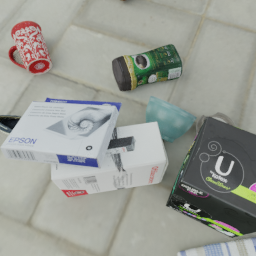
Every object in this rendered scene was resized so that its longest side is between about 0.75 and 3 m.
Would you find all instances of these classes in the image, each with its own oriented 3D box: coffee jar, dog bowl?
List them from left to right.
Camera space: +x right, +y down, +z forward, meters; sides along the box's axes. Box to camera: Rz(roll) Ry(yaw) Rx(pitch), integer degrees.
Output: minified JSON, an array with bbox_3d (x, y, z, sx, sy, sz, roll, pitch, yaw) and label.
[{"bbox_3d":[0.634,-2.080,9.779,2.313,0.987,1.206,-15,66,-8],"label":"coffee jar"},{"bbox_3d":[2.813,0.113,9.064,1.284,0.377,1.284,0,65,0],"label":"dog bowl"}]

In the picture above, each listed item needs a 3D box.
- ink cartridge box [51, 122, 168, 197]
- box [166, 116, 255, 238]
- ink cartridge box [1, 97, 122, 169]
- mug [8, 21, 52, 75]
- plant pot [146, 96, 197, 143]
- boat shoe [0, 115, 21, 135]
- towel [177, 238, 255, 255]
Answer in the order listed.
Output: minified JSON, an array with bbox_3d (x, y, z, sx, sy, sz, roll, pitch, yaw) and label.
[{"bbox_3d":[-0.487,0.940,7.729,2.829,2.042,1.185,-7,64,-4],"label":"ink cartridge box"},{"bbox_3d":[2.357,1.389,7.058,2.121,2.856,1.775,23,66,11],"label":"box"},{"bbox_3d":[-1.497,-0.132,6.946,2.352,0.478,2.357,4,44,11],"label":"ink cartridge box"},{"bbox_3d":[-3.535,-2.757,10.252,1.120,1.490,1.679,-6,63,-44],"label":"mug"},{"bbox_3d":[1.180,-0.195,8.703,1.579,1.579,1.058,27,94,12],"label":"plant pot"},{"bbox_3d":[-3.265,-0.032,8.997,1.990,0.615,0.745,16,65,8],"label":"boat shoe"},{"bbox_3d":[2.733,4.001,7.220,2.705,0.322,1.986,-8,62,-6],"label":"towel"}]
